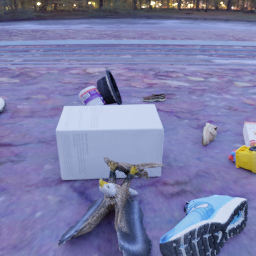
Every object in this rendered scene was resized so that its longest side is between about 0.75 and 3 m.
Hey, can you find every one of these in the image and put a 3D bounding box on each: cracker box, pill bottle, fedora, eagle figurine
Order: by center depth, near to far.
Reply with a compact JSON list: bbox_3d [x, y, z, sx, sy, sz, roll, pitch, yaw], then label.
[{"bbox_3d":[-0.352,1.789,6.358,1.786,1.777,2.354,-28,38,46],"label":"eagle figurine"},{"bbox_3d":[4.728,0.368,9.805,1.126,0.485,1.682,6,28,12],"label":"cracker box"},{"bbox_3d":[-1.299,-0.891,11.220,0.793,1.423,0.793,-31,-6,-4],"label":"pill bottle"},{"bbox_3d":[-0.841,-1.569,11.717,0.737,1.613,1.613,-20,26,8],"label":"fedora"}]

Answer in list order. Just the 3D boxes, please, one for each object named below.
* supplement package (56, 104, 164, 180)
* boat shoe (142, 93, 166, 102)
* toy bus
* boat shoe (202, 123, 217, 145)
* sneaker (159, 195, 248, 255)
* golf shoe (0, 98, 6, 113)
[{"bbox_3d":[-0.511,0.376,8.444,2.894,1.697,1.692,-1,27,-3],"label":"supplement package"},{"bbox_3d":[1.260,-1.523,13.575,1.137,0.421,0.420,-3,27,-5],"label":"boat shoe"},{"bbox_3d":[3.761,0.850,8.748,1.110,0.753,1.065,-23,19,-41],"label":"toy bus"},{"bbox_3d":[2.964,0.200,10.102,0.474,0.523,1.468,10,27,19],"label":"boat shoe"},{"bbox_3d":[1.558,2.151,6.143,2.475,0.970,1.113,-13,15,-37],"label":"sneaker"},{"bbox_3d":[-6.304,-0.897,11.525,1.076,1.227,2.787,14,29,28],"label":"golf shoe"}]
